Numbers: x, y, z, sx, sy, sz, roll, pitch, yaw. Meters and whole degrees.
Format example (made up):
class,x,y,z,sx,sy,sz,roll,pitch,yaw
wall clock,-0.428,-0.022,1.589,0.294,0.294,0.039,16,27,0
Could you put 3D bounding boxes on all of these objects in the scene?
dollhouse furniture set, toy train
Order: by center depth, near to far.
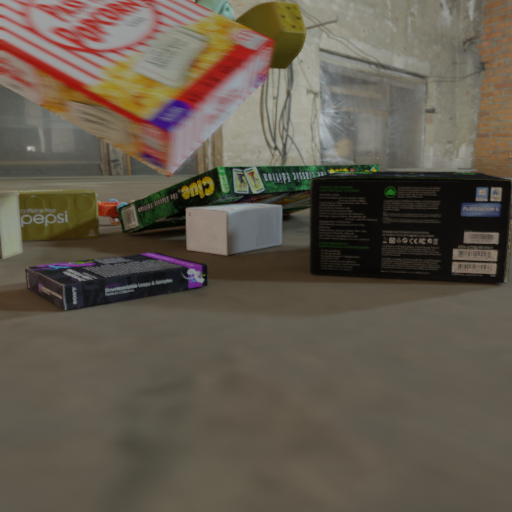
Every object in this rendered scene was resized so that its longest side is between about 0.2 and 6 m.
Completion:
class,x,y,z,sx,sy,sz,roll,pitch,yaw
dollhouse furniture set,-4.381,-0.483,8.434,1.445,0.960,1.267,1,10,5
toy train,-3.818,-1.000,12.553,1.739,0.644,2.315,-6,15,-37

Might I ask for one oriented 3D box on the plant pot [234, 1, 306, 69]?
class,x,y,z,sx,sy,sz,roll,pitch,yaw
plant pot,0.348,-4.126,10.299,0.977,0.971,1.000,-12,-5,-34

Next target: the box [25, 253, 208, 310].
class,x,y,z,sx,sy,sz,roll,pitch,yaw
box,-1.552,0.240,6.273,1.668,0.301,1.192,-6,11,-38

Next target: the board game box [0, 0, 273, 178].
class,x,y,z,sx,sy,sz,roll,pitch,yaw
board game box,-1.746,-2.632,7.274,3.176,0.735,2.406,29,54,10

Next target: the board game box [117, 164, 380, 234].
class,x,y,z,sx,sy,sz,roll,pitch,yaw
board game box,0.139,-1.261,11.731,2.824,0.632,5.390,-11,0,41

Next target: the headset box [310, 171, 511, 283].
class,x,y,z,sx,sy,sz,roll,pitch,yaw
headset box,2.116,-0.537,7.891,2.358,1.257,2.709,3,10,15

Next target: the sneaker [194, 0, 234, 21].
class,x,y,z,sx,sy,sz,roll,pitch,yaw
sneaker,-1.174,-3.911,9.418,0.944,1.513,2.565,28,17,9

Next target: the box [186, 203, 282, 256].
class,x,y,z,sx,sy,sz,roll,pitch,yaw
box,-0.336,-0.464,9.093,0.881,0.691,1.417,8,12,38

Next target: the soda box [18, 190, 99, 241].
class,x,y,z,sx,sy,sz,roll,pitch,yaw
soda box,-4.215,-0.741,10.151,2.580,0.874,0.826,-3,11,-19
